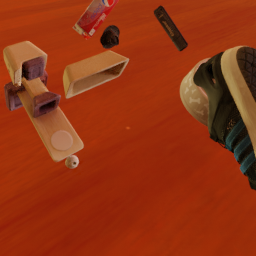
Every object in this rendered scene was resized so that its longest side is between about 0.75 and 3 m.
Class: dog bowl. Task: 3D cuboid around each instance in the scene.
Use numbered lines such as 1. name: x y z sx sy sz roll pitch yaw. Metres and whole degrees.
1. dog bowl: 2.077 -0.791 6.056 1.832 0.537 1.832 6 54 -9

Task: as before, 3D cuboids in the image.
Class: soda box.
1. soda box: -0.759 -3.156 7.429 1.619 0.513 0.567 -54 23 -5

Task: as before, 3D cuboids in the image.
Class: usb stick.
1. usb stick: 1.390 -3.198 9.056 0.256 1.572 0.436 -44 13 -29

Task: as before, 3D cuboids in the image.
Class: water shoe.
1. water shoe: 1.991 0.121 4.579 1.016 2.841 1.121 -22 6 -31

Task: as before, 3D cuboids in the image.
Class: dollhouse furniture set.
1. dollhouse furniture set: -0.675 -0.605 5.467 2.704 2.143 1.919 -29 81 -28

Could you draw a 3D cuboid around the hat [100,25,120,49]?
1. hat: -0.548 -3.277 10.346 0.993 0.993 0.401 -30 59 -34
